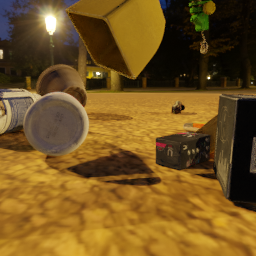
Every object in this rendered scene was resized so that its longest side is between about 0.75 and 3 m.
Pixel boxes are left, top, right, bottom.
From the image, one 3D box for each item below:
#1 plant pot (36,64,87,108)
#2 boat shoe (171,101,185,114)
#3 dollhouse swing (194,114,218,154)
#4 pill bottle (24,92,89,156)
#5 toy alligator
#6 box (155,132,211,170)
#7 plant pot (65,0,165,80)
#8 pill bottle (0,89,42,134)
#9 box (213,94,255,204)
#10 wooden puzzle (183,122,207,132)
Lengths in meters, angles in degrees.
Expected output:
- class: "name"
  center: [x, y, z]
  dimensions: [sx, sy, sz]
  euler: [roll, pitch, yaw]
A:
- class: "plant pot"
  center: [-3.267, -1.801, 14.688]
  dimensions: [2.600, 2.600, 2.256]
  euler: [-5, 27, -29]
- class: "boat shoe"
  center: [2.796, -1.075, 15.141]
  dimensions: [0.602, 0.601, 1.628]
  euler: [7, 22, 20]
- class: "dollhouse swing"
  center: [2.504, 0.408, 6.271]
  dimensions: [1.724, 1.515, 1.567]
  euler: [-12, -26, -52]
- class: "pill bottle"
  center: [-1.722, -0.219, 6.907]
  dimensions: [1.336, 1.336, 2.457]
  euler: [-2, 9, -13]
- class: "toy alligator"
  center: [2.152, -3.509, 8.501]
  dimensions: [0.660, 2.433, 0.722]
  euler: [-5, 13, -23]
- class: "box"
  center: [1.080, 0.413, 5.459]
  dimensions: [1.009, 0.535, 0.617]
  euler: [-9, 13, -43]
- class: "plant pot"
  center: [-0.094, -2.870, 7.724]
  dimensions: [1.967, 1.923, 1.910]
  euler: [-45, 46, -15]
- class: "pill bottle"
  center: [-3.799, -0.564, 9.035]
  dimensions: [1.376, 1.376, 2.479]
  euler: [3, 9, 20]
- class: "box"
  center: [1.779, 0.211, 4.079]
  dimensions: [0.841, 1.356, 1.333]
  euler: [3, 10, 8]
- class: "wooden puzzle"
  center: [2.907, -0.019, 8.861]
  dimensions: [1.756, 0.353, 1.898]
  euler: [-2, 9, -13]
